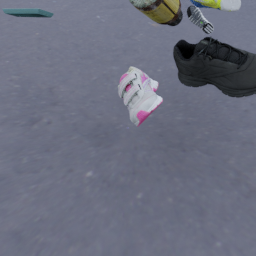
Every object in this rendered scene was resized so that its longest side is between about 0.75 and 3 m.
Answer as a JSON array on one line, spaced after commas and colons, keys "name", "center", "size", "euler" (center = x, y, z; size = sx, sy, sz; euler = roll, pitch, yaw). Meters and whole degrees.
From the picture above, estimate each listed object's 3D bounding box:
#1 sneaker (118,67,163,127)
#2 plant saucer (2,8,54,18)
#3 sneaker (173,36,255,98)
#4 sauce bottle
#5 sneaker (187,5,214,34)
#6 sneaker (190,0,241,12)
[{"name": "sneaker", "center": [0.142, -0.671, 5.500], "size": [0.783, 0.722, 1.774], "euler": [37, 21, -17]}, {"name": "plant saucer", "center": [-2.419, -2.763, 6.738], "size": [1.341, 0.127, 0.469], "euler": [13, 13, 30]}, {"name": "sneaker", "center": [2.002, -1.409, 6.121], "size": [2.536, 1.151, 0.963], "euler": [14, 62, 42]}, {"name": "sauce bottle", "center": [0.831, -3.107, 7.067], "size": [0.898, 0.898, 2.774], "euler": [17, 12, 19]}, {"name": "sneaker", "center": [1.705, -2.534, 6.611], "size": [0.797, 0.299, 0.460], "euler": [49, 27, 0]}, {"name": "sneaker", "center": [2.460, -3.729, 8.107], "size": [1.534, 0.581, 0.806], "euler": [11, 13, -15]}]
